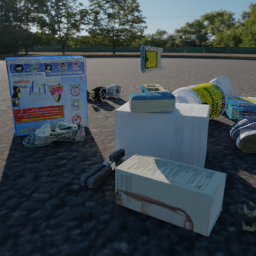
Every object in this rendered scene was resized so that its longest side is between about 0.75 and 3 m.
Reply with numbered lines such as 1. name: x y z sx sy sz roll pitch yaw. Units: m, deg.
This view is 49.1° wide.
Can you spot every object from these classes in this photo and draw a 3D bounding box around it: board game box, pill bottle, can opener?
1. board game box: 5.629 -0.993 13.493 1.808 0.562 2.395 4 20 5
2. pill bottle: 2.728 -0.952 11.847 2.954 1.644 1.644 -16 24 -39
3. board game box: -3.079 -1.321 10.969 2.896 2.835 0.809 -8 23 -25
4. can opener: -0.664 1.047 7.585 0.445 0.562 1.691 11 26 28

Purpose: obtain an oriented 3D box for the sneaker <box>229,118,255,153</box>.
1. sneaker: 4.771 0.178 9.594 2.546 0.892 1.381 -4 20 -3

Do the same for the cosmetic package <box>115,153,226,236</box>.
1. cosmetic package: 0.877 1.322 6.034 2.127 0.928 1.099 11 21 31

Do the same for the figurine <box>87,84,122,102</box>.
1. figurine: -1.704 -2.224 17.176 1.963 0.866 2.012 10 19 39

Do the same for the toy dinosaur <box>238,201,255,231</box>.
1. toy dinosaur: 2.641 1.770 5.428 0.811 0.467 1.605 4 18 7

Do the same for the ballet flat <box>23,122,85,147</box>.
1. ballet flat: -2.600 0.151 9.878 2.166 0.779 0.779 -6 19 -17

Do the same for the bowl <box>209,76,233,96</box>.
1. bowl: 4.717 -1.762 14.471 1.689 1.692 0.631 -16 8 -43

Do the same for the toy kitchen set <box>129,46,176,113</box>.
1. toy kitchen set: 0.572 -1.542 8.339 1.241 1.688 2.107 -3 18 -6

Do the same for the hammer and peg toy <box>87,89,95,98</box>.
1. hammer and peg toy: -2.883 -1.793 15.949 1.963 0.692 1.444 -2 17 -7

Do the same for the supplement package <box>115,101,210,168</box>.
1. supplement package: 1.077 0.114 8.629 2.650 1.607 1.587 6 19 17
